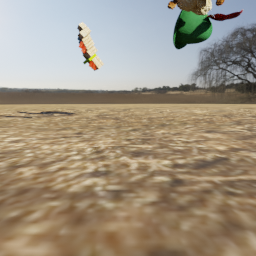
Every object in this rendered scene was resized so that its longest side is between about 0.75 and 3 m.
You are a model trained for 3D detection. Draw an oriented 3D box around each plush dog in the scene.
[{"bbox_3d":[1.815,-3.683,7.264,1.394,1.623,1.302,-9,31,52],"label":"plush dog"}]

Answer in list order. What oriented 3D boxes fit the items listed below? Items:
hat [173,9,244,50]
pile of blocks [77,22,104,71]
[{"bbox_3d":[2.643,-3.065,8.939,1.874,1.764,2.129,30,31,24],"label":"hat"},{"bbox_3d":[-1.241,-2.246,8.112,0.613,1.494,0.464,12,48,34],"label":"pile of blocks"}]
